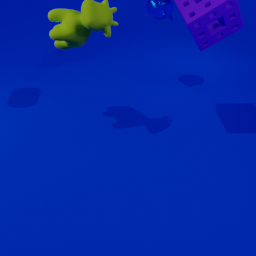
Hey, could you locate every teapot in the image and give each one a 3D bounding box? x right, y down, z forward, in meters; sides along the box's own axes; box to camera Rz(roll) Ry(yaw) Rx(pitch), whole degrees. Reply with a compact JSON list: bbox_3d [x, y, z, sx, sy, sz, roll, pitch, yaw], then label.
[{"bbox_3d":[1.033,-3.645,8.481,0.863,1.389,0.680,-28,67,27],"label":"teapot"}]

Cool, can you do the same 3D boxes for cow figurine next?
[{"bbox_3d":[-1.057,-2.417,6.665,1.581,0.882,1.607,-5,-2,-5],"label":"cow figurine"}]

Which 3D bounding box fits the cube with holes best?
[{"bbox_3d":[1.838,-2.719,6.481,1.086,1.086,1.086,-27,60,19],"label":"cube with holes"}]
